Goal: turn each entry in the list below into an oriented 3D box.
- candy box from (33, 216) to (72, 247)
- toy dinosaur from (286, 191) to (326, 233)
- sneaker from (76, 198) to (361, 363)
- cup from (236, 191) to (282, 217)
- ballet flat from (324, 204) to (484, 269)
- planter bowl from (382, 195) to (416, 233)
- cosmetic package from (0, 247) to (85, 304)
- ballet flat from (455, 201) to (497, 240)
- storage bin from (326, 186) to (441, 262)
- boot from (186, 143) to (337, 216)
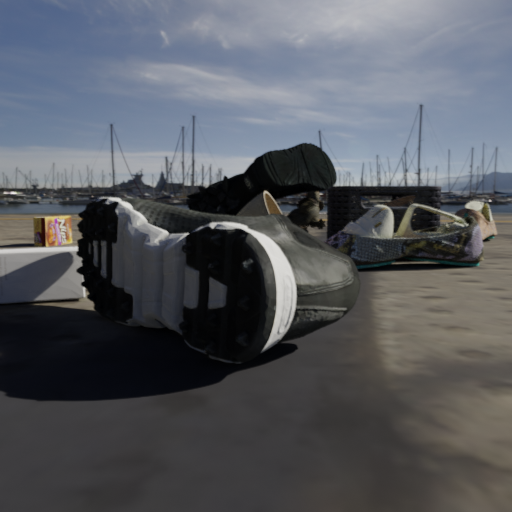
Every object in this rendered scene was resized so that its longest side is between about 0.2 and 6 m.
[{"bbox_3d":[-4.600,-0.570,12.717,0.318,0.656,1.125,1,6,10],"label":"candy box"},{"bbox_3d":[0.895,-0.758,12.817,2.248,0.865,1.150,-43,9,-6],"label":"toy dinosaur"},{"bbox_3d":[-0.427,0.098,4.606,1.402,1.030,3.099,-1,9,-39],"label":"sneaker"},{"bbox_3d":[0.019,-0.270,8.365,0.827,1.157,1.157,-24,0,14],"label":"cup"},{"bbox_3d":[2.136,-0.310,8.518,2.820,1.014,1.014,-1,6,-12],"label":"ballet flat"},{"bbox_3d":[2.728,-0.640,10.951,1.089,0.733,1.089,-24,9,4],"label":"planter bowl"},{"bbox_3d":[-2.406,0.195,5.698,1.245,0.528,0.670,-4,5,-22],"label":"cosmetic package"},{"bbox_3d":[5.370,-0.836,13.692,1.000,0.988,2.938,6,7,24],"label":"ballet flat"},{"bbox_3d":[2.294,-0.664,10.594,1.853,1.285,2.740,0,5,5],"label":"storage bin"},{"bbox_3d":[0.100,-1.424,11.987,2.354,1.063,2.873,-25,-6,39],"label":"boot"}]
